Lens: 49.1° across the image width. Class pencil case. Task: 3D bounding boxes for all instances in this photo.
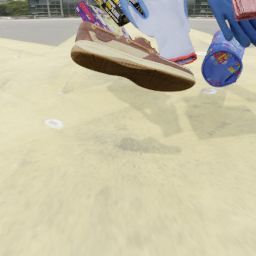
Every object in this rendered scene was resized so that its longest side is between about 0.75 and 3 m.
[{"bbox_3d":[2.526,-1.872,7.228,1.028,0.924,2.368,40,39,-4],"label":"pencil case"}]

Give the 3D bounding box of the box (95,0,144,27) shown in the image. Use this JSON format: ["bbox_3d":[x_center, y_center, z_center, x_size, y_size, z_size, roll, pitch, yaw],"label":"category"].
[{"bbox_3d":[0.083,-2.833,5.626,1.507,0.372,1.203,-35,75,-19],"label":"box"}]

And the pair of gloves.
[{"bbox_3d":[1.231,-2.051,4.857,2.570,0.293,2.066,-16,70,-9],"label":"pair of gloves"}]

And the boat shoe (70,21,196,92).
[{"bbox_3d":[0.135,-0.936,3.629,1.674,0.603,0.604,13,-16,-13],"label":"boat shoe"}]

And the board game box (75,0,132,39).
[{"bbox_3d":[-0.408,-2.765,8.441,0.436,1.621,2.701,-30,-2,21],"label":"board game box"}]

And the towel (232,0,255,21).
[{"bbox_3d":[2.185,-2.129,3.541,2.141,1.542,0.244,-6,-10,-10],"label":"towel"}]
